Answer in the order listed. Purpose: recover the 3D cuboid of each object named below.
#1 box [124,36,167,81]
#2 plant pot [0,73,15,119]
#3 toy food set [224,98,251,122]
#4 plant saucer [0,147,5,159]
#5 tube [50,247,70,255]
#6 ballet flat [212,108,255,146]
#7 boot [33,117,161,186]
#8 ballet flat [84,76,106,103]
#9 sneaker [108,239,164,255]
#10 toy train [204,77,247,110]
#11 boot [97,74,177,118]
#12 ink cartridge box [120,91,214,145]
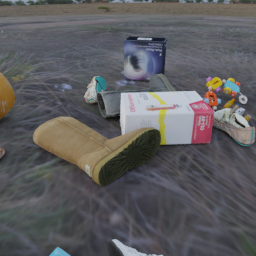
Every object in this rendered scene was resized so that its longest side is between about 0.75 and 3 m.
[{"bbox_3d":[0.838,-3.358,13.647,1.939,1.923,1.195,6,28,11],"label":"box"},{"bbox_3d":[-4.990,-0.725,8.656,2.140,2.140,1.960,6,44,12],"label":"plant pot"},{"bbox_3d":[3.840,-0.571,9.553,0.466,0.495,1.037,-44,43,-4],"label":"toy food set"},{"bbox_3d":[-3.770,0.768,7.561,0.849,0.146,0.849,-1,27,0],"label":"plant saucer"},{"bbox_3d":[-1.387,2.451,4.019,0.698,0.454,1.802,23,30,24],"label":"tube"},{"bbox_3d":[3.229,-0.210,8.847,0.719,0.710,2.111,-11,29,-21],"label":"ballet flat"},{"bbox_3d":[-0.865,0.244,7.749,2.460,0.929,2.809,-25,35,-38],"label":"boot"},{"bbox_3d":[-1.397,-1.614,11.622,0.705,0.835,2.207,-23,20,12],"label":"ballet flat"},{"bbox_3d":[0.196,2.193,4.600,0.649,0.426,1.129,-13,36,-41],"label":"sneaker"},{"bbox_3d":[3.662,-1.302,11.044,1.907,0.530,1.432,-4,69,-19],"label":"toy train"},{"bbox_3d":[0.243,-1.246,10.780,2.882,1.046,2.620,-12,27,-9],"label":"boot"},{"bbox_3d":[1.081,-0.354,8.715,2.562,1.069,1.860,-2,27,-5],"label":"ink cartridge box"}]
